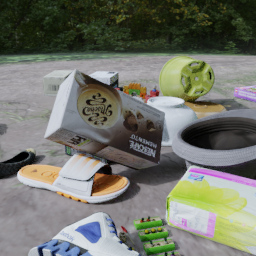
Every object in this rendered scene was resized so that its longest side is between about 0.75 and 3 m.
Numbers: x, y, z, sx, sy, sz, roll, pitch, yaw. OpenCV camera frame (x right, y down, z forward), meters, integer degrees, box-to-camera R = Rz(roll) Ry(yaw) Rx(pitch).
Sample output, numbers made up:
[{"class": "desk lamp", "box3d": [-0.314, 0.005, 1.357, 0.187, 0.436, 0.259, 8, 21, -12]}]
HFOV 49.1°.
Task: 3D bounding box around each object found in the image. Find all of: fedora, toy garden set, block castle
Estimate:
[{"class": "fedora", "box3d": [2.593, 0.602, 7.216, 2.917, 1.317, 2.579, -20, 24, -24]}, {"class": "toy garden set", "box3d": [0.277, 1.967, 4.971, 0.995, 0.238, 1.194, -5, 20, -13]}, {"class": "block castle", "box3d": [0.179, -1.463, 13.406, 2.523, 1.184, 1.686, 5, 19, 15]}]

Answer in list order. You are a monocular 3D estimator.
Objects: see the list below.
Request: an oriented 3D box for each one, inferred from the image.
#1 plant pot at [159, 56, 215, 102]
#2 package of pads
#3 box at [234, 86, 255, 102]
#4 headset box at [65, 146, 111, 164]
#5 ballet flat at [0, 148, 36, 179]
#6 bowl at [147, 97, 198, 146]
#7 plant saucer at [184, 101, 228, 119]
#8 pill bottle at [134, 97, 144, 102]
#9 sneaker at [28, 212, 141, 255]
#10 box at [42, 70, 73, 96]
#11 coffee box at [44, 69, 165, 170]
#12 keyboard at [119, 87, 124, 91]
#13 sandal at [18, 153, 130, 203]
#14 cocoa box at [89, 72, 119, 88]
[{"class": "plant pot", "box3d": [2.857, -2.255, 13.096, 2.454, 2.454, 2.256, -2, 8, -5]}, {"class": "package of pads", "box3d": [1.942, 1.532, 5.491, 2.100, 0.716, 1.622, 10, 22, 27]}, {"class": "box", "box3d": [7.733, -1.966, 15.791, 2.795, 0.546, 1.912, -9, 21, -24]}, {"class": "headset box", "box3d": [-0.978, 0.379, 8.733, 1.659, 0.770, 1.445, 11, 22, 28]}, {"class": "ballet flat", "box3d": [-3.083, 0.889, 7.756, 0.521, 0.446, 1.569, 7, 20, 18]}, {"class": "bowl", "box3d": [1.366, -0.410, 10.307, 2.783, 1.251, 2.783, 0, 20, 0]}, {"class": "plant saucer", "box3d": [3.209, -0.745, 12.400, 2.771, 0.491, 2.771, 0, 19, 0]}, {"class": "pill bottle", "box3d": [-0.139, -0.431, 9.534, 1.037, 1.037, 1.988, -10, -8, -26]}, {"class": "sneaker", "box3d": [-0.324, 1.870, 4.320, 2.117, 0.855, 1.223, 6, 22, 21]}, {"class": "box", "box3d": [-4.258, -2.862, 17.512, 1.362, 1.115, 2.869, 1, 19, 2]}, {"class": "coffee box", "box3d": [-0.465, -0.074, 6.926, 2.666, 1.507, 1.064, 24, -28, -27]}, {"class": "keyboard", "box3d": [-0.820, -2.385, 17.548, 2.190, 0.226, 1.392, -10, 15, -25]}, {"class": "sandal", "box3d": [-1.430, 1.039, 6.716, 2.933, 0.841, 1.124, 6, 20, 17]}, {"class": "cocoa box", "box3d": [-1.364, -2.316, 15.574, 1.387, 1.364, 2.079, 3, 19, 9]}]
